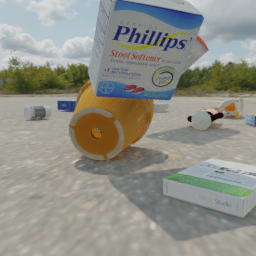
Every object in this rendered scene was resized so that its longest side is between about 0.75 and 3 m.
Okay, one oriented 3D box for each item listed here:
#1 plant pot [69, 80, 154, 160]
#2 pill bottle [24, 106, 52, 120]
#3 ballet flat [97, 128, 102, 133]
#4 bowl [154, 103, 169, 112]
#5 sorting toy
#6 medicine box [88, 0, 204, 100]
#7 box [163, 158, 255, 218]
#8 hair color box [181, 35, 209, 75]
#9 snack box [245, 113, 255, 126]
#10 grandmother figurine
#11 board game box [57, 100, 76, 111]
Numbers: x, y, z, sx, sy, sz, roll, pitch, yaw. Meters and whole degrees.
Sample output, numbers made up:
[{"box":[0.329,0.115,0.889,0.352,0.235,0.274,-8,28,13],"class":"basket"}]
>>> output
[{"box":[-0.387,-0.177,5.384,1.613,1.613,1.476,2,23,12],"class":"plant pot"},{"box":[-3.795,-0.655,11.816,0.581,0.581,1.021,7,10,42],"class":"pill bottle"},{"box":[-0.219,-0.093,6.171,0.622,0.624,1.862,22,-9,-14],"class":"ballet flat"},{"box":[1.595,-1.189,16.120,1.279,0.477,1.277,5,9,37],"class":"bowl"},{"box":[4.422,-0.883,12.949,1.505,0.893,1.672,-4,5,34],"class":"sorting toy"},{"box":[0.186,-1.238,4.297,1.334,1.464,0.754,1,42,-20],"class":"medicine box"},{"box":[1.183,0.666,3.469,0.948,0.239,1.313,7,9,41],"class":"box"},{"box":[1.171,-3.214,9.481,2.932,1.488,0.898,35,30,-24],"class":"hair color box"},{"box":[4.859,-0.287,9.749,1.214,0.411,1.024,2,7,5],"class":"snack box"},{"box":[2.648,-0.338,9.498,1.378,0.688,2.272,-18,2,27],"class":"grandmother figurine"},{"box":[-2.144,-1.391,16.911,2.953,0.640,2.938,4,9,27],"class":"board game box"}]
